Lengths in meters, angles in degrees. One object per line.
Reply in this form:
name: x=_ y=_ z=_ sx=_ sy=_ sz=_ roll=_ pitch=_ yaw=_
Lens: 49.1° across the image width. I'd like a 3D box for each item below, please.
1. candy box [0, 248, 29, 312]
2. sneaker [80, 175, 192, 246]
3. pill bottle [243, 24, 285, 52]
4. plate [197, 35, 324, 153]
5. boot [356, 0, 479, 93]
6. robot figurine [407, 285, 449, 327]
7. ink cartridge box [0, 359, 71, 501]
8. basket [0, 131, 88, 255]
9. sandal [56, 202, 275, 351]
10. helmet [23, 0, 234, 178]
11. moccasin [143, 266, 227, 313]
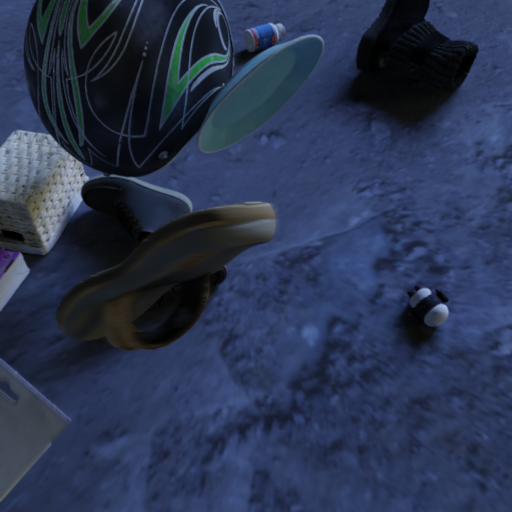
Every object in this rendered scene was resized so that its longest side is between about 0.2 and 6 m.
candy box: x=-4.889 y=0.407 z=9.389 sx=1.546 sy=0.553 sz=1.297 roll=12 pitch=50 yaw=11
sneaker: x=-2.359 y=-0.792 z=10.257 sx=2.155 sy=0.806 sz=1.145 roll=11 pitch=47 yaw=7
pill bottle: x=0.230 y=-5.790 z=14.788 sx=1.035 sy=0.581 sz=0.581 roll=-24 pitch=53 yaw=-18
plate: x=-0.003 y=-2.222 z=7.613 sx=2.198 sy=2.198 sz=0.281 roll=-36 pitch=84 yaw=-27
boot: x=4.320 y=-5.450 z=13.953 sx=2.582 sy=1.299 sz=3.453 roll=20 pitch=62 yaw=25
robot figurine: x=2.789 y=0.814 z=9.120 sx=0.454 sy=0.547 sz=0.727 roll=-10 pitch=47 yaw=-31
ink cartridge box: x=-1.962 y=1.165 z=3.844 sx=1.013 sy=0.241 sz=1.025 roll=42 pitch=86 yaw=-2
basket: x=-4.198 y=-1.229 z=10.352 sx=1.388 sy=1.263 sz=2.048 roll=10 pitch=49 yaw=7
sandal: x=-1.016 y=0.467 z=5.903 sx=1.411 sy=3.513 sz=0.949 roll=-16 pitch=81 yaw=-45
helmet: x=-2.036 y=-2.942 z=8.757 sx=3.181 sy=3.181 sz=3.033 roll=21 pitch=44 yaw=17
moccasin: x=-1.504 y=0.349 z=9.332 sx=2.005 sy=0.733 sz=0.774 roll=-24 pitch=49 yaw=-18
